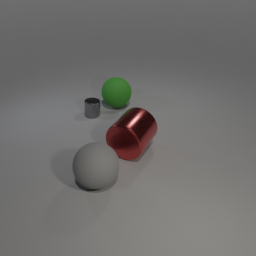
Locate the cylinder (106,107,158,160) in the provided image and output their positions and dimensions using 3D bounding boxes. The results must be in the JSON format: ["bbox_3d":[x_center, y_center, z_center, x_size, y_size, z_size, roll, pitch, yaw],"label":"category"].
[{"bbox_3d":[0.146,0.186,9.902,1.400,1.400,1.400,15,37,24],"label":"cylinder"}]

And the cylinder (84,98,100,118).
[{"bbox_3d":[-1.586,-0.901,12.467,0.700,0.700,0.700,3,31,-2],"label":"cylinder"}]

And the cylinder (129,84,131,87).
[{"bbox_3d":[-0.318,-2.035,14.398,0.700,0.700,0.700,-24,38,-34],"label":"cylinder"}]

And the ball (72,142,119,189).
[{"bbox_3d":[-0.960,1.124,8.414,1.400,1.400,1.400,0,31,0],"label":"ball"}]

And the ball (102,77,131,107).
[{"bbox_3d":[-0.537,-1.676,13.105,1.400,1.400,1.400,0,31,0],"label":"ball"}]
